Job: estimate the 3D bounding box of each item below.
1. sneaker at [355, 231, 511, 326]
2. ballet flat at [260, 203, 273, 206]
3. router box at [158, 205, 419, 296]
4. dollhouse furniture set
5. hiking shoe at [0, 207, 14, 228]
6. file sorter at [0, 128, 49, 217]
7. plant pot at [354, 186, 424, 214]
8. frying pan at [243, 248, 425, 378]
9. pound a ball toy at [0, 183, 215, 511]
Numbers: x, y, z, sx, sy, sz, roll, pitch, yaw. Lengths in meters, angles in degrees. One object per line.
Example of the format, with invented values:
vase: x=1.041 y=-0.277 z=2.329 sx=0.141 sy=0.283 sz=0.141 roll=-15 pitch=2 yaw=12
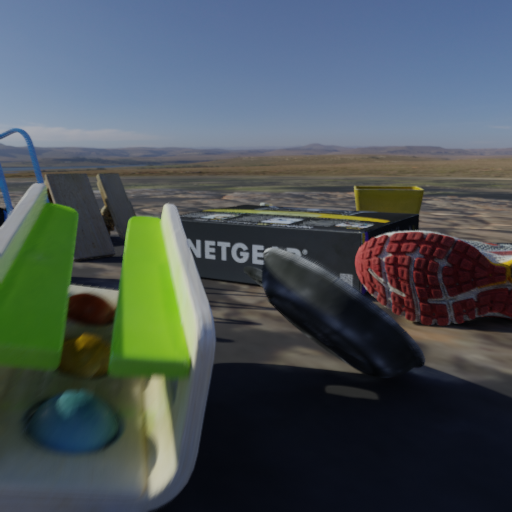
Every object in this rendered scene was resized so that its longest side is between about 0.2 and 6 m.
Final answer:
sneaker: x=2.258 y=0.273 z=5.972 sx=2.420 sy=0.942 sz=0.994 roll=10 pitch=7 yaw=5
ballet flat: x=0.085 y=-0.944 z=13.292 sx=0.636 sy=0.588 sz=1.886 roll=2 pitch=11 yaw=10
router box: x=0.511 y=-0.210 z=8.401 sx=3.231 sy=0.844 sz=2.540 roll=6 pitch=12 yaw=31
dollhouse furniture set: x=-3.110 y=-0.330 z=10.527 sx=1.890 sy=1.620 sz=1.988 roll=-9 pitch=-21 yaw=-43
hiking shoe: x=-5.006 y=-0.736 z=10.269 sx=1.055 sy=1.229 sz=2.835 roll=2 pitch=10 yaw=10
file sorter: x=-4.040 y=-0.621 z=6.728 sx=1.609 sy=1.820 sz=2.623 roll=-15 pitch=1 yaw=28
plant pot: x=2.542 y=-0.787 z=10.946 sx=1.250 sy=1.102 sz=1.249 roll=1 pitch=10 yaw=9
frying pan: x=0.280 y=0.308 z=4.568 sx=2.393 sy=0.389 sz=1.447 roll=26 pitch=-16 yaw=43
pound a ball toy: x=-1.425 y=0.293 z=3.594 sx=1.841 sy=1.199 sz=2.823 roll=8 pitch=16 yaw=-16
